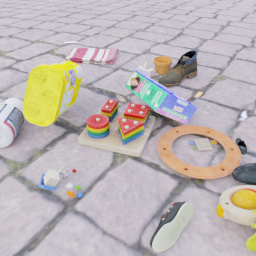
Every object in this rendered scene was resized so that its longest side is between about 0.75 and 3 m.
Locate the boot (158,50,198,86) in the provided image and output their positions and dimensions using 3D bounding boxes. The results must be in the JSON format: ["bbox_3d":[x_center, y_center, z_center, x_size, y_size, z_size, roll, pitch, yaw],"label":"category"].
[{"bbox_3d":[2.431,-2.921,13.608,2.641,1.280,0.987,-27,43,-33],"label":"boot"}]

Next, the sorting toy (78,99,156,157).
[{"bbox_3d":[-0.334,-0.171,10.127,2.277,0.792,2.263,11,37,14],"label":"sorting toy"}]

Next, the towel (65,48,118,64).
[{"bbox_3d":[-2.084,-4.287,16.396,2.850,0.324,2.053,3,35,4],"label":"towel"}]

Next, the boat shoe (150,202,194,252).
[{"bbox_3d":[1.016,2.385,6.832,1.492,0.546,0.467,-40,19,-32],"label":"boat shoe"}]

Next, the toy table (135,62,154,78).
[{"bbox_3d":[0.818,-2.883,14.076,0.864,0.794,0.506,27,56,6],"label":"toy table"}]

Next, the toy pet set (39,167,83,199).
[{"bbox_3d":[-1.946,1.642,7.996,1.000,0.569,1.072,21,26,-34],"label":"toy pet set"}]

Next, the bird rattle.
[{"bbox_3d":[3.330,1.850,7.003,1.976,1.365,2.423,6,29,37],"label":"bird rattle"}]

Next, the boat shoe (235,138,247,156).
[{"bbox_3d":[3.858,0.566,9.520,0.339,0.301,0.907,7,36,9],"label":"boat shoe"}]

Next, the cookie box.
[{"bbox_3d":[1.234,-1.188,10.807,1.892,0.831,2.212,18,17,-42],"label":"cookie box"}]

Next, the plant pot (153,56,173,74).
[{"bbox_3d":[1.807,-3.246,14.585,0.990,0.693,0.990,0,36,0],"label":"plant pot"}]

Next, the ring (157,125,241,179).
[{"bbox_3d":[2.322,0.763,9.301,2.711,0.260,2.711,-1,36,0],"label":"ring"}]

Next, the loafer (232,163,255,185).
[{"bbox_3d":[3.952,1.400,8.049,1.832,0.622,0.643,3,26,-2],"label":"loafer"}]

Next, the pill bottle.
[{"bbox_3d":[-4.347,-0.263,10.002,1.109,1.109,1.854,2,35,2],"label":"pill bottle"}]

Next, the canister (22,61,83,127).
[{"bbox_3d":[-2.590,-1.374,10.134,1.151,1.975,2.659,19,19,1],"label":"canister"}]

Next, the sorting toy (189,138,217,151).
[{"bbox_3d":[2.592,0.591,9.645,0.962,0.131,0.542,-3,40,-4],"label":"sorting toy"}]
